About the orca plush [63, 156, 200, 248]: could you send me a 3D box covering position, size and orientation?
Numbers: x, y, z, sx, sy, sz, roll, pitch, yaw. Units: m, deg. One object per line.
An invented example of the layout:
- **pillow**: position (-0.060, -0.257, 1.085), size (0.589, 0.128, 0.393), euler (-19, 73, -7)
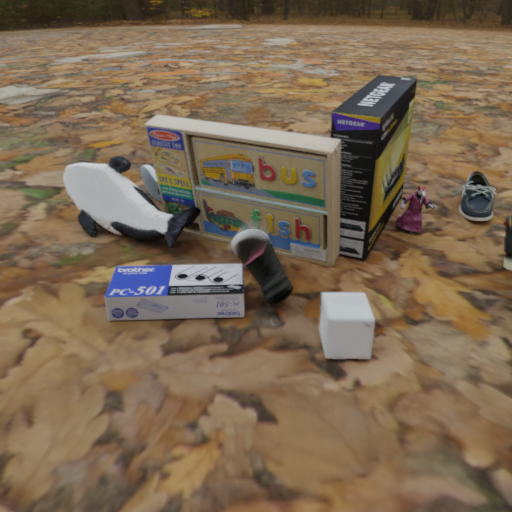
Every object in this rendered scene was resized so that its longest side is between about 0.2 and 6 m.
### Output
- **orca plush**: position (-2.659, -1.166, 12.347), size (3.444, 1.812, 1.224), euler (10, -1, 25)

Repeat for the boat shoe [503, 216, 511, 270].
- **boat shoe**: position (5.411, -0.404, 10.483), size (1.223, 1.047, 3.342), euler (7, 10, 34)

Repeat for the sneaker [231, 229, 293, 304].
- **sneaker**: position (0.173, 0.221, 9.425), size (0.620, 1.755, 0.870), euler (-31, 58, 4)

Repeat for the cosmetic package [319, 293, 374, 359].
- **cosmetic package**: position (1.389, 1.066, 8.695), size (0.710, 0.714, 0.853), euler (1, 24, 0)

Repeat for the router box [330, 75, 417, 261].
- **router box**: position (2.513, -2.053, 12.114), size (0.977, 2.941, 3.741), euler (12, 32, 21)

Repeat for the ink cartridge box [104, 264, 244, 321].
- **ink cartridge box**: position (-1.363, 0.616, 9.782), size (2.302, 0.509, 1.082), euler (-1, 28, -2)

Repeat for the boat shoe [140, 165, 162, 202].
- **boat shoe**: position (-2.149, -1.766, 13.846), size (0.697, 0.753, 2.040), euler (-24, 37, -30)

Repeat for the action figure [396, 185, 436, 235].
- **action figure**: position (3.507, -1.047, 12.225), size (0.728, 1.086, 0.809), euler (19, 25, 11)

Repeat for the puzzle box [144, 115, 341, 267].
- **puzzle box**: position (-0.240, -1.305, 11.073), size (3.913, 2.603, 0.497), euler (13, 42, 23)

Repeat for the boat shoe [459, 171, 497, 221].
- **boat shoe**: position (5.315, -1.442, 13.390), size (0.773, 0.638, 2.065), euler (10, 30, 18)
